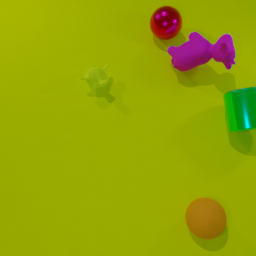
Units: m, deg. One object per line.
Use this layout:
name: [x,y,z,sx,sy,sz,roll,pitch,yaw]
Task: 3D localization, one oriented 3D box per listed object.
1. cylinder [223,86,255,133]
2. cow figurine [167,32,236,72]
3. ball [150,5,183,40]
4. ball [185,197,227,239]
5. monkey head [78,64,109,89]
cylinder: [3.081,-0.457,7.280,1.033,1.033,1.033,-7,85,-3]
cow figurine: [2.093,-2.060,7.876,1.675,0.919,1.648,-30,42,1]
ball: [1.174,-3.246,8.669,1.008,1.008,1.008,0,66,0]
ball: [1.764,2.044,6.364,0.911,0.911,0.911,0,66,0]
monkey head: [-0.861,-1.438,7.948,0.999,0.719,0.602,-31,109,-21]
